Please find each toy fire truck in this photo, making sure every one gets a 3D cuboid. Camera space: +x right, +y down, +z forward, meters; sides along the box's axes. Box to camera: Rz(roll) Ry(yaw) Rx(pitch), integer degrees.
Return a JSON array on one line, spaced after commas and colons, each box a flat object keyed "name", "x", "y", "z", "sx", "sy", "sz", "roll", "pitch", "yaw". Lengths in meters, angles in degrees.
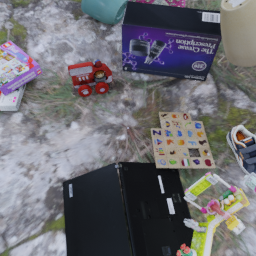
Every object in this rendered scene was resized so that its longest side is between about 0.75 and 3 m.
[{"name": "toy fire truck", "x": -1.144, "y": -1.633, "z": 8.754, "sx": 1.318, "sy": 1.107, "sz": 0.739, "roll": -11, "pitch": 61, "yaw": -6}]

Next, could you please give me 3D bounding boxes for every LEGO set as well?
[{"name": "LEGO set", "x": 1.322, "y": 1.666, "z": 4.814, "sx": 0.896, "sy": 1.107, "sz": 2.408, "roll": 37, "pitch": 90, "yaw": -21}]

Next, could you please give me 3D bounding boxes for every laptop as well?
[{"name": "laptop", "x": 0.014, "y": 2.282, "z": 7.051, "sx": 2.865, "sy": 1.480, "sz": 2.539, "roll": 5, "pitch": 57, "yaw": -27}]

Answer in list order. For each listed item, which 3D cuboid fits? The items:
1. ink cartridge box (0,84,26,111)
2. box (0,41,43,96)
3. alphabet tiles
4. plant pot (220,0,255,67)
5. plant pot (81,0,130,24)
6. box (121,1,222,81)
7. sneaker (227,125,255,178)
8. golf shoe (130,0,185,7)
[{"name": "ink cartridge box", "x": -3.876, "y": -1.058, "z": 8.830, "sx": 1.040, "sy": 0.261, "sz": 1.199, "roll": 0, "pitch": 52, "yaw": -1}, {"name": "box", "x": -3.942, "y": -2.017, "z": 9.185, "sx": 1.402, "sy": 0.401, "sz": 2.049, "roll": -38, "pitch": 56, "yaw": -19}, {"name": "alphabet tiles", "x": 1.483, "y": 0.297, "z": 8.015, "sx": 1.640, "sy": 0.074, "sz": 1.961, "roll": 2, "pitch": 51, "yaw": -8}, {"name": "plant pot", "x": 2.754, "y": -2.451, "z": 6.519, "sx": 1.397, "sy": 1.492, "sz": 1.397, "roll": -20, "pitch": 51, "yaw": 27}, {"name": "plant pot", "x": -0.727, "y": -4.606, "z": 10.273, "sx": 1.281, "sy": 1.596, "sz": 1.596, "roll": 36, "pitch": 65, "yaw": 4}, {"name": "box", "x": 1.282, "y": -2.659, "z": 8.828, "sx": 2.848, "sy": 2.010, "sz": 1.123, "roll": 8, "pitch": 63, "yaw": 5}, {"name": "sneaker", "x": 3.322, "y": 0.670, "z": 7.703, "sx": 0.645, "sy": 0.653, "sz": 1.643, "roll": -21, "pitch": 63, "yaw": -13}, {"name": "golf shoe", "x": 1.084, "y": -4.918, "z": 10.952, "sx": 2.237, "sy": 0.842, "sz": 1.024, "roll": 4, "pitch": 39, "yaw": 4}]
